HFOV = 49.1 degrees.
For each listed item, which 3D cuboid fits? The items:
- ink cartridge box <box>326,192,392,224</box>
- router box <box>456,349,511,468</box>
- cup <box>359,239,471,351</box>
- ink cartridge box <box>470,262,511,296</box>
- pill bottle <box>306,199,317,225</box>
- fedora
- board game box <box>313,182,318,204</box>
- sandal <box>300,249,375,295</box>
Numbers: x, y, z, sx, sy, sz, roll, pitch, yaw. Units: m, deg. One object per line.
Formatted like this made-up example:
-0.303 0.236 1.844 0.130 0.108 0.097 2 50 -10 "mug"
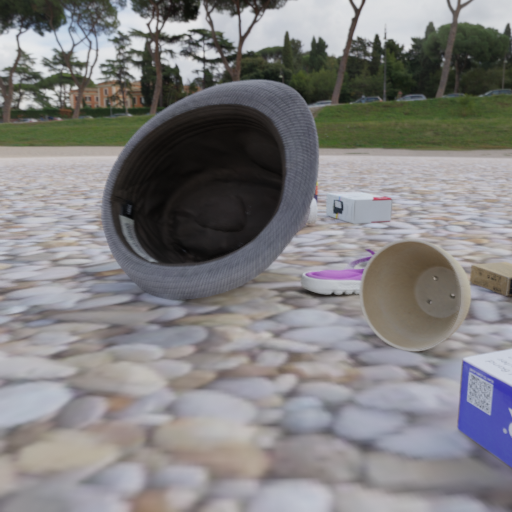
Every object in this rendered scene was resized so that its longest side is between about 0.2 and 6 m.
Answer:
2.363 -1.133 13.017 0.988 0.561 1.355 -5 13 -20 "ink cartridge box"
2.656 1.076 3.119 1.974 0.537 2.199 -5 13 -21 "router box"
1.648 0.370 5.457 1.040 1.040 0.744 11 6 41 "cup"
3.254 0.292 7.289 0.586 0.267 0.711 -3 13 -17 "ink cartridge box"
0.663 -0.931 11.869 1.169 0.680 0.680 -1 13 -9 "pill bottle"
-0.436 -0.712 7.488 3.255 2.879 1.470 -15 -23 23 "fedora"
0.134 -1.770 15.603 2.491 0.706 2.059 -9 17 -36 "board game box"
1.486 0.168 7.333 1.967 0.484 0.801 -7 16 -33 "sandal"
